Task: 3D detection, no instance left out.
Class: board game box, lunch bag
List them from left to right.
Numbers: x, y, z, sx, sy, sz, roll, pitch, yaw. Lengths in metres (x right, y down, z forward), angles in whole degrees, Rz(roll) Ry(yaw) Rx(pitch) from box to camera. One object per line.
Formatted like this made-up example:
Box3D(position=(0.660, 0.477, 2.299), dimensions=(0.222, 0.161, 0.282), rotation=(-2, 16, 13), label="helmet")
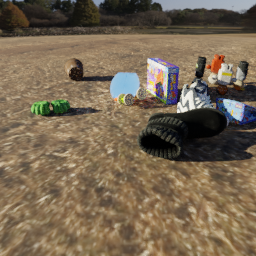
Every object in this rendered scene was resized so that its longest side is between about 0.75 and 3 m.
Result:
Box3D(position=(-0.102, -2.155, 14.527), dimensions=(1.743, 1.377, 0.339), rotation=(8, -5, 30), label="board game box")
Box3D(position=(1.815, -2.600, 15.090), dimensions=(0.621, 1.864, 2.772), rotation=(-7, 24, -15), label="board game box")
Box3D(position=(5.011, -0.800, 12.458), dimensions=(1.892, 0.890, 1.424), rotation=(-6, 20, -35), label="lunch bag")

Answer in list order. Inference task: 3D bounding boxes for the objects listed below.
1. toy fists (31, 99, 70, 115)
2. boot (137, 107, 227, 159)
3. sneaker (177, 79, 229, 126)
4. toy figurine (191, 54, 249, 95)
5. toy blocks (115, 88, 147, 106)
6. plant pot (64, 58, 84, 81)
Box3D(position=(-3.580, -0.986, 13.009), dimensions=(1.769, 0.608, 0.902), rotation=(-7, 25, -19), label="toy fists")
Box3D(position=(1.938, 0.154, 9.633), dimensions=(3.044, 1.145, 2.276), rotation=(-6, 15, 13), label="boot")
Box3D(position=(3.200, -1.141, 11.936), dimensions=(1.065, 1.737, 2.669), rotation=(-12, 27, -24), label="sneaker")
Box3D(position=(5.384, -3.066, 16.401), dimensions=(2.713, 1.888, 2.671), rotation=(-18, 35, -38), label="toy figurine")
Box3D(position=(-0.060, -1.603, 14.376), dimensions=(1.411, 0.615, 1.693), rotation=(-27, 18, -27), label="toy blocks")
Box3D(position=(-3.574, -3.845, 18.795), dimensions=(1.321, 1.321, 1.307), rotation=(-6, 32, -14), label="plant pot")
